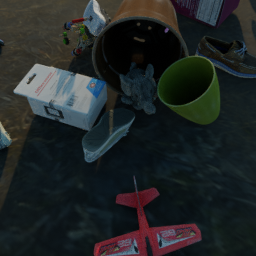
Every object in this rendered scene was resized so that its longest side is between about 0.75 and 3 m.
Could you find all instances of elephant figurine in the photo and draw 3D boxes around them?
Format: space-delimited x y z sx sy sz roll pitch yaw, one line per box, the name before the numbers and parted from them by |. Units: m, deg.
elephant figurine | 0.390 -1.206 8.063 1.424 1.835 1.298 32 90 1

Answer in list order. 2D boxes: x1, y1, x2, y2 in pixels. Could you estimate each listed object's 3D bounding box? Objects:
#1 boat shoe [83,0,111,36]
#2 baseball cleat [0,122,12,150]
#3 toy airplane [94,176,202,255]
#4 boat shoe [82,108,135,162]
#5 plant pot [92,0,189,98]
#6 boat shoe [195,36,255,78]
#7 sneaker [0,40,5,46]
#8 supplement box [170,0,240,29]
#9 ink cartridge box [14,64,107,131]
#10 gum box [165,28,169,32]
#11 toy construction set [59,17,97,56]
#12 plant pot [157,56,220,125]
boat shoe | -1.084 -4.218 10.980 0.911 0.961 2.749 20 26 -31
baseball cleat | -3.991 0.062 8.186 0.765 0.502 1.438 -32 60 -21
toy airplane | 0.339 2.327 6.604 2.466 0.454 2.466 -2 55 3
boat shoe | -0.530 0.134 8.010 0.783 0.681 2.124 26 45 17
plant pot | 0.520 -2.890 9.068 2.810 2.810 2.782 6 48 4
boat shoe | 3.644 -2.506 9.746 2.537 0.918 0.916 19 57 13
sneaker | -5.081 -3.158 10.642 0.799 0.321 0.345 5 70 10
supplement box | 3.000 -5.740 11.663 2.981 1.539 1.952 33 61 21
ink cartridge box | -2.046 -1.005 8.737 2.464 0.822 1.427 17 56 12
gum box | 1.655 -3.554 10.870 0.513 0.299 0.904 4 54 3
toy construction set | -1.613 -3.432 10.148 1.141 1.485 1.239 -26 82 -29
plant pot | 1.944 -0.863 7.997 1.620 1.732 1.620 -19 52 26
